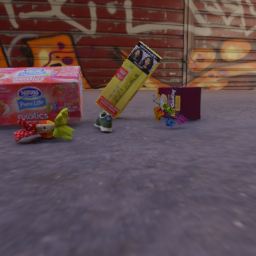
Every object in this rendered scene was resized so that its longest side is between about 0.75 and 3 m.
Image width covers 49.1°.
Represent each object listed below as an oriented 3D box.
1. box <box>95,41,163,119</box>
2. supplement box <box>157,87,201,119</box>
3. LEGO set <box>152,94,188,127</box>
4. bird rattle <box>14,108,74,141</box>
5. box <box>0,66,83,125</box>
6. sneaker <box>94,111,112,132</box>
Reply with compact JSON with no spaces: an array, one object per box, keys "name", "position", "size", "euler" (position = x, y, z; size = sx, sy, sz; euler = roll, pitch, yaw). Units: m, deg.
[{"name":"box","position":[0.008,-1.531,9.140],"size":[0.927,2.463,0.617],"euler":[41,18,4]},{"name":"supplement box","position":[1.671,-0.868,9.446],"size":[0.829,1.051,1.605],"euler":[-3,8,-22]},{"name":"LEGO set","position":[0.966,-0.326,7.453],"size":[1.124,0.429,0.461],"euler":[39,-23,9]},{"name":"bird rattle","position":[-1.745,0.056,5.872],"size":[1.182,0.666,0.964],"euler":[-14,-4,-12]},{"name":"box","position":[-2.628,-0.951,7.961],"size":[2.608,1.235,1.338],"euler":[-2,31,-4]},{"name":"sneaker","position":[-0.603,-0.213,7.113],"size":[0.343,0.459,1.022],"euler":[4,10,-20]}]
